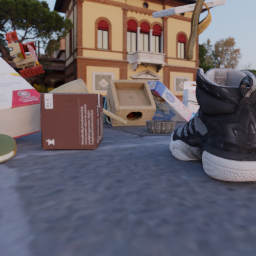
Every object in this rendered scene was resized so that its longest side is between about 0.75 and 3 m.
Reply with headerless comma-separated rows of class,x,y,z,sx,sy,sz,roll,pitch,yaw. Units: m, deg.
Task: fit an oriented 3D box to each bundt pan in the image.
bundt pan,1.121,-0.053,9.706,1.068,0.401,1.068,1,7,0

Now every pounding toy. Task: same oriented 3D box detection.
pounding toy,-0.376,-0.739,11.622,2.756,2.421,1.261,-2,-38,-16

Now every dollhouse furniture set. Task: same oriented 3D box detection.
dollhouse furniture set,-3.768,-2.798,10.252,0.877,1.160,2.156,-18,-8,-13

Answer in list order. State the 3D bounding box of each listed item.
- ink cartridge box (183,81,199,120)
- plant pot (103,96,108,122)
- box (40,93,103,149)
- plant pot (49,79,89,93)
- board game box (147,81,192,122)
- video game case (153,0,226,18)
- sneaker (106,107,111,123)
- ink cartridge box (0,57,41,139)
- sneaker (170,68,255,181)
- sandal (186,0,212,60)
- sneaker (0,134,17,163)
ink cartridge box,3.752,-1.538,15.591,1.224,2.111,0.716,-1,6,-12
plant pot,-1.428,-0.780,13.153,0.969,0.987,0.966,-3,46,9
box,-1.311,-0.214,6.930,1.272,1.285,1.549,0,6,0
plant pot,-4.191,-1.822,18.737,2.656,2.487,2.487,-16,13,-26
board game box,1.329,-1.287,14.096,2.762,0.602,2.775,35,-18,-35
video game case,2.077,-4.239,9.952,1.852,0.238,2.037,-15,20,-12
sneaker,-0.674,-0.963,12.651,0.587,1.555,0.895,4,2,-6
ink cartridge box,-3.715,-0.846,7.251,2.656,1.137,1.961,39,34,26
sneaker,1.486,-0.182,4.907,1.090,1.644,2.889,-1,6,-8
sandal,1.821,-2.558,7.014,0.479,1.773,0.712,14,29,13
sneaker,-2.694,0.094,4.728,0.847,1.134,2.527,1,6,8
